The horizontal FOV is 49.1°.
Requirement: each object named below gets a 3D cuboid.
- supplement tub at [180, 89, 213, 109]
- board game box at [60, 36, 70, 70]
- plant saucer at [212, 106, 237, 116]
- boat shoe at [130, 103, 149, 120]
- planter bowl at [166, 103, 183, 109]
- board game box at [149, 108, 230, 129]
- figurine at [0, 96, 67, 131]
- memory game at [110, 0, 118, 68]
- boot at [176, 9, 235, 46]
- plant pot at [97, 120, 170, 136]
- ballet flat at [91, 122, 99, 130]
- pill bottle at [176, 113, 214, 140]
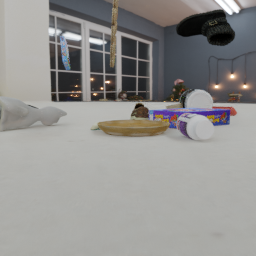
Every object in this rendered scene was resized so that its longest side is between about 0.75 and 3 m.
[{"bbox_3d":[3.897,-1.496,16.410,1.533,1.533,2.502,0,10,0],"label":"supplement tub"},{"bbox_3d":[-2.771,-3.291,12.356,0.216,1.178,0.891,-8,-12,-4],"label":"board game box"},{"bbox_3d":[5.690,-1.140,18.178,2.559,0.471,2.564,3,7,23],"label":"plant saucer"},{"bbox_3d":[0.614,-0.748,13.176,0.885,0.887,2.397,-1,7,-8],"label":"boat shoe"},{"bbox_3d":[2.705,-1.018,16.001,0.981,0.660,0.981,-11,1,0],"label":"planter bowl"},{"bbox_3d":[2.587,-0.451,11.719,2.894,0.648,1.945,-5,9,-36],"label":"board game box"},{"bbox_3d":[-4.352,-0.607,11.354,2.931,1.262,2.860,6,5,37],"label":"figurine"},{"bbox_3d":[-0.418,-2.959,8.560,0.142,2.236,2.236,3,7,-2],"label":"memory game"},{"bbox_3d":[2.726,-3.456,10.051,1.922,1.437,0.723,-14,-36,19],"label":"boot"},{"bbox_3d":[0.197,-0.017,9.555,2.478,0.341,2.478,-1,7,0],"label":"plant pot"},{"bbox_3d":[-1.116,-0.092,10.393,0.292,0.292,0.840,4,8,28],"label":"ballet flat"},{"bbox_3d":[1.947,-0.036,8.109,0.719,0.719,1.290,-1,8,-10],"label":"pill bottle"}]
